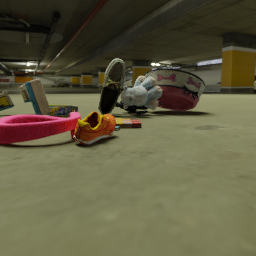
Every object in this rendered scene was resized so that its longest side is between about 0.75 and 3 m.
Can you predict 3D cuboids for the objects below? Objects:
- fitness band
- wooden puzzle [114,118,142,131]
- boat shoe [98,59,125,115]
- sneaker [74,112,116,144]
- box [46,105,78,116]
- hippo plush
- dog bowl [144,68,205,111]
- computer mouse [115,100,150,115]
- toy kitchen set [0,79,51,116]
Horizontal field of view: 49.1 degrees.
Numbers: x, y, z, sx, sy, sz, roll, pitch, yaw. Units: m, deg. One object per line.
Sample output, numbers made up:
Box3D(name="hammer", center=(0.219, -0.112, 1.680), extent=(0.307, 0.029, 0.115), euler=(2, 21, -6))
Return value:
Box3D(name="fitness band", center=(-1.947, -0.064, 6.200), extent=(1.797, 0.468, 2.502), euler=(-2, 7, -12))
Box3D(name="wooden puzzle", center=(-0.277, -0.148, 7.843), extent=(1.209, 0.143, 2.039), euler=(-1, 8, -4))
Box3D(name="boat shoe", center=(-0.582, -1.469, 10.328), extent=(0.765, 2.141, 0.640), euler=(15, 17, -11))
Box3D(name="sneaker", center=(-0.561, -0.090, 5.617), extent=(0.508, 0.537, 1.391), euler=(24, 21, 13))
Box3D(name="box", center=(-2.453, -0.636, 10.193), extent=(1.237, 0.398, 0.433), euler=(4, 1, 23))
Box3D(name="hippo plush", center=(0.311, -1.358, 10.495), extent=(1.702, 1.356, 1.368), euler=(2, 1, 29))
Box3D(name="dog bowl", center=(1.846, -1.509, 11.791), extent=(2.610, 0.962, 2.610), euler=(11, -11, 2))
Box3D(name="computer mouse", center=(0.398, -0.990, 11.624), extent=(1.565, 0.513, 2.228), euler=(23, 16, 36))
Box3D(name="toy kitchen set", center=(-4.000, -0.855, 10.116), extent=(1.682, 1.237, 2.100), euler=(-23, 13, -27))
